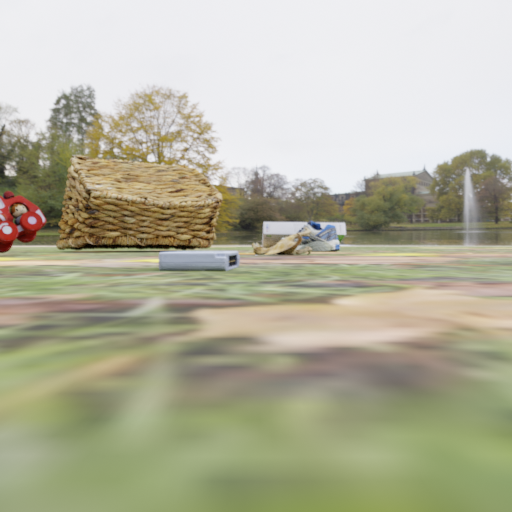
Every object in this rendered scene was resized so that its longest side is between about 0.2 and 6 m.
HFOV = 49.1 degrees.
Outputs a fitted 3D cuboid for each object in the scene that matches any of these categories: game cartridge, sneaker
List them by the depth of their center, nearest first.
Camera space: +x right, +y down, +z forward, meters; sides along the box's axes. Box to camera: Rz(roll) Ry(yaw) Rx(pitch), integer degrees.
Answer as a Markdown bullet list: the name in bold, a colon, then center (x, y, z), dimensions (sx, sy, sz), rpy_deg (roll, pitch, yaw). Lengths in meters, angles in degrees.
- **game cartridge**: center (-0.497, 0.041, 4.833), dimensions (0.618, 0.187, 0.926), rpy_deg (4, 1, 6)
- **sneaker**: center (1.392, -0.500, 14.531), dimensions (1.888, 0.804, 0.727), rpy_deg (0, 1, 44)

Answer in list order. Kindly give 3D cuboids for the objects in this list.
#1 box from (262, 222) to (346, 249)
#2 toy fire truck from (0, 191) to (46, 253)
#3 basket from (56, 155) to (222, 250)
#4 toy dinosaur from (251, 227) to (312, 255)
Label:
- **box**: center (1.337, -0.556, 16.358), dimensions (2.320, 0.422, 1.675), rpy_deg (2, -15, -1)
- **toy fire truck**: center (-4.280, -0.651, 9.674), dimensions (1.110, 0.932, 0.622), rpy_deg (-32, -1, -39)
- **basket**: center (-2.969, -0.746, 14.553), dimensions (3.716, 2.768, 2.652), rpy_deg (1, 31, -34)
- **toy dinosaur**: center (0.610, -0.163, 10.331), dimensions (0.906, 0.522, 1.793), rpy_deg (-19, 3, -30)
